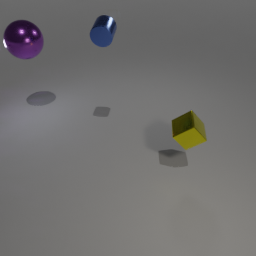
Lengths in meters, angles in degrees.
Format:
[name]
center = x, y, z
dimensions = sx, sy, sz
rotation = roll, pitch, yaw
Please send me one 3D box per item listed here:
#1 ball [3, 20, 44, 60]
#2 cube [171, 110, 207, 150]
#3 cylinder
[ball]
center = -3.831, -3.243, 10.322
dimensions = 1.400, 1.400, 1.400
rotation = 0, 33, 0
[cube]
center = 1.726, 0.069, 7.962
dimensions = 0.700, 0.700, 0.700
rotation = -28, 37, 30
[cylinder]
center = -0.744, -2.943, 8.510
dimensions = 0.700, 0.700, 0.700
rotation = 5, 48, 8
